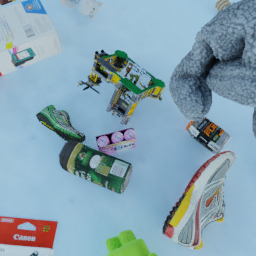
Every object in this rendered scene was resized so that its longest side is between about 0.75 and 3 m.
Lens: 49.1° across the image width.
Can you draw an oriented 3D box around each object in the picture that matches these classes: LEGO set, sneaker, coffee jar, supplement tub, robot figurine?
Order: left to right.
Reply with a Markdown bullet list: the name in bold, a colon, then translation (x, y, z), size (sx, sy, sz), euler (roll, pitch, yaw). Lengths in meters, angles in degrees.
- **sneaker**: translation (-1.593, -0.130, 6.917), size (1.421, 0.555, 0.605), euler (34, 69, 15)
- **coffee jar**: translation (-0.735, 0.865, 6.287), size (1.606, 0.838, 0.685), euler (21, 67, 11)
- **LEGO set**: translation (-0.165, -0.999, 7.240), size (2.004, 1.161, 1.541), euler (36, 40, 10)
- **robot figurine**: translation (0.109, 2.742, 5.376), size (1.285, 0.847, 1.464), euler (-30, 67, 10)
- **sneaker**: translation (1.698, 1.502, 6.040), size (0.951, 0.901, 2.315), euler (33, 78, 10)
- **supplement tub**: translation (1.921, 0.136, 6.764), size (0.976, 0.598, 0.598), euler (38, 70, 16)

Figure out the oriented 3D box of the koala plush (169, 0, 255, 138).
- **koala plush**: translation (2.417, -0.421, 4.262), size (2.521, 2.613, 2.843), euler (-18, 71, -13)

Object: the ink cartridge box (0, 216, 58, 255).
- **ink cartridge box**: translation (-2.234, 2.481, 5.813), size (1.365, 0.297, 1.185), euler (4, 66, 2)

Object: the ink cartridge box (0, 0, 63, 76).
- **ink cartridge box**: translation (-3.391, -2.450, 7.835), size (2.633, 0.885, 1.530), euler (-24, 67, -11)

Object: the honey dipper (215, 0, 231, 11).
- **honey dipper**: translation (3.389, -3.007, 8.397), size (0.434, 0.434, 2.283), euler (-23, 70, -11)

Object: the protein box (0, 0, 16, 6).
- **protein box**: translation (-2.382, -3.123, 5.413), size (1.076, 0.731, 1.084), euler (38, 54, 11)

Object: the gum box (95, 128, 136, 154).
- **gum box**: translation (-0.262, 0.328, 6.700), size (0.954, 0.541, 0.315), euler (-14, 65, -6)

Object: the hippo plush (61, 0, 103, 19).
- **hippo plush**: translation (-1.398, -3.839, 8.644), size (1.029, 1.019, 1.280), euler (57, 33, 4)
